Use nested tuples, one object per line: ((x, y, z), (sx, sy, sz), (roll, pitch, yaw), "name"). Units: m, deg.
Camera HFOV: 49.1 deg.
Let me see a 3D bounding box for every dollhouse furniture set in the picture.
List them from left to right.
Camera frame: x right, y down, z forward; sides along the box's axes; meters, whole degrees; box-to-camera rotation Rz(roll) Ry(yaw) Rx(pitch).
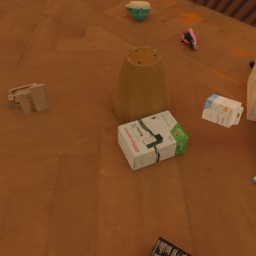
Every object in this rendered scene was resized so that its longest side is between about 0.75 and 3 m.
((-3.991, -1.497, 10.962), (1.441, 1.235, 1.515), (-17, 51, -14), "dollhouse furniture set")

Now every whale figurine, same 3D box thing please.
((0.554, -6.619, 15.775), (1.457, 0.950, 1.831), (-3, 25, -12), "whale figurine")

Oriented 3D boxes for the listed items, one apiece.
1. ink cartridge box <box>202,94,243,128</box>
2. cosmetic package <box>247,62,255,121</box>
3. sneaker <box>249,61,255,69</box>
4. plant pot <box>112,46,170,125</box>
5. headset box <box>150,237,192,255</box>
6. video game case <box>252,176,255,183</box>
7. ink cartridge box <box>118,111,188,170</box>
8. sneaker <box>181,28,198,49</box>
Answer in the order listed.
((2.999, -0.528, 8.818), (1.053, 0.677, 0.659), (24, 34, 29), "ink cartridge box")
((5.255, -1.457, 10.957), (0.857, 1.214, 2.344), (13, 49, 12), "cosmetic package")
((6.151, -2.867, 12.712), (1.300, 0.432, 0.588), (13, 47, 6), "sneaker")
((0.501, -1.605, 10.250), (2.317, 2.487, 2.317), (-1, 49, 1), "plant pot")
((1.241, 3.777, 6.747), (1.846, 0.692, 1.372), (24, 53, 20), "headset box")
((4.612, 1.655, 8.992), (1.026, 0.091, 0.735), (-27, 55, -21), "video game case")
((0.803, 0.390, 9.588), (1.992, 0.828, 1.460), (-19, 52, -15), "ink cartridge box")
((3.050, -4.361, 14.010), (0.696, 0.576, 1.459), (-18, 47, 13), "sneaker")
